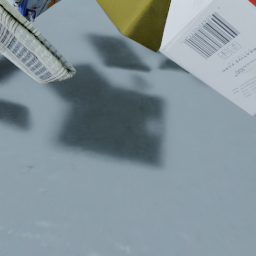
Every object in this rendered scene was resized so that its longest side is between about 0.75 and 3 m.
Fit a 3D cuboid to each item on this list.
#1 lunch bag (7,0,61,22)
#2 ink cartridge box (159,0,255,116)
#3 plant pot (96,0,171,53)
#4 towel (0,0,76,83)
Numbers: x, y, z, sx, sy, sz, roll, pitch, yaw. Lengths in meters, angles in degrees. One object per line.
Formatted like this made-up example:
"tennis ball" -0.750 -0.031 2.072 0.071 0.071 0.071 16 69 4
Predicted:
"lunch bag" -1.574 -3.406 5.750 0.978 2.075 2.590 43 63 -14
"ink cartridge box" 1.792 -1.586 3.977 2.232 1.066 2.542 29 53 -20
"plant pot" 0.385 -2.675 5.654 1.410 1.452 1.419 3 50 -56
"towel" -2.047 -1.542 4.922 0.366 2.122 2.043 -53 28 -14
